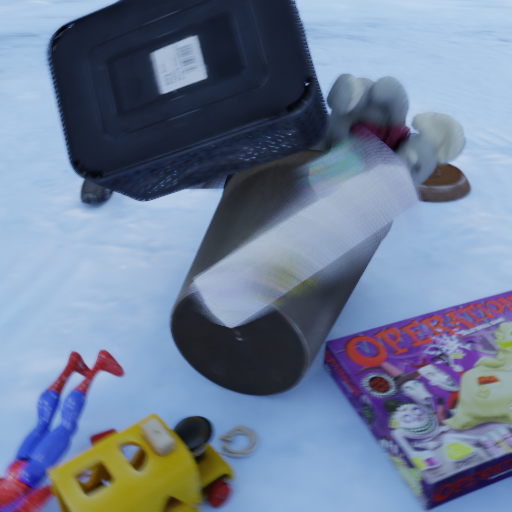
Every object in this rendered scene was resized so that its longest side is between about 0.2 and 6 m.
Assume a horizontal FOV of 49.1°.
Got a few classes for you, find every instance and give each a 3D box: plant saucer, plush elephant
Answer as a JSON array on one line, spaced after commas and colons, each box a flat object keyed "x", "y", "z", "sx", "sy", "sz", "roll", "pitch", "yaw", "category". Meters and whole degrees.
[{"x": 3.754, "y": -1.708, "z": 12.243, "sx": 1.873, "sy": 0.323, "sz": 1.873, "roll": 0, "pitch": 34, "yaw": 0, "category": "plant saucer"}, {"x": 1.970, "y": -1.687, "z": 8.754, "sx": 1.897, "sy": 2.018, "sz": 2.451, "roll": 44, "pitch": 43, "yaw": 9, "category": "plush elephant"}]

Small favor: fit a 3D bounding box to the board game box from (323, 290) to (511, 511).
[{"x": 3.097, "y": 1.490, "z": 7.130, "sx": 3.873, "sy": 0.625, "sz": 2.324, "roll": -13, "pitch": 31, "yaw": -18, "category": "board game box"}]

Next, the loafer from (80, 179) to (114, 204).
[{"x": -3.355, "y": -1.738, "z": 11.923, "sx": 0.699, "sy": 0.694, "sz": 1.920, "roll": 0, "pitch": 34, "yaw": -2, "category": "loafer"}]

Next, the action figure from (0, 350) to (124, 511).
[{"x": -2.314, "y": 2.195, "z": 5.811, "sx": 0.883, "sy": 0.698, "sz": 2.699, "roll": -3, "pitch": 37, "yaw": 28, "category": "action figure"}]

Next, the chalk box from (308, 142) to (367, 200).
[{"x": 1.012, "y": -0.962, "z": 6.842, "sx": 0.562, "sy": 0.903, "sz": 0.559, "roll": -33, "pitch": 83, "yaw": 0, "category": "chalk box"}]

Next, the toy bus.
[{"x": -1.004, "y": 2.142, "z": 5.617, "sx": 1.912, "sy": 1.047, "sz": 2.026, "roll": 3, "pitch": 33, "yaw": 4, "category": "toy bus"}]

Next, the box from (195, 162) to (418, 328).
[{"x": 0.561, "y": -0.164, "z": 5.863, "sx": 2.500, "sy": 0.484, "sz": 0.518, "roll": -33, "pitch": 25, "yaw": -14, "category": "box"}]

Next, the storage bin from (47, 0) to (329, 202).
[{"x": -0.883, "y": -2.332, "z": 7.758, "sx": 3.348, "sy": 2.264, "sz": 1.570, "roll": -16, "pitch": -9, "yaw": 13, "category": "storage bin"}]

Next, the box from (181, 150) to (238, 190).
[{"x": -0.803, "y": -1.477, "z": 9.440, "sx": 0.841, "sy": 0.691, "sz": 0.698, "roll": -7, "pitch": 10, "yaw": -40, "category": "box"}]

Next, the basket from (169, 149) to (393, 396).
[{"x": 0.280, "y": 0.166, "z": 7.787, "sx": 2.847, "sy": 2.147, "sz": 3.157, "roll": 1, "pitch": 35, "yaw": 21, "category": "basket"}]
